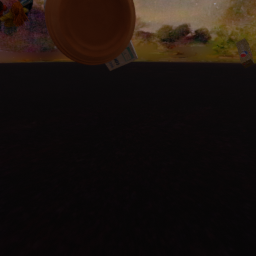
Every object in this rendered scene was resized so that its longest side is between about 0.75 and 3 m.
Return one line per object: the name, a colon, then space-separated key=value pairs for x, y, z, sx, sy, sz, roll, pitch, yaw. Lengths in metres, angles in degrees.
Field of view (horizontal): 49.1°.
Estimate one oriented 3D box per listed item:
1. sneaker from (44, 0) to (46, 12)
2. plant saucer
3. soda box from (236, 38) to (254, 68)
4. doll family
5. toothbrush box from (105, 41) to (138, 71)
sneaker: x=-2.522 y=-4.245 z=9.854 sx=0.852 sy=0.985 sz=2.272 roll=31 pitch=29 yaw=-39
plant saucer: x=-0.698 y=-2.280 z=5.831 sx=1.966 sy=1.966 sz=0.368 roll=-7 pitch=24 yaw=-22
soda box: x=3.032 y=-1.942 z=7.256 sx=0.259 sy=0.764 sz=0.245 roll=-25 pitch=-39 yaw=37
doll family: x=-2.855 y=-3.226 z=7.485 sx=1.237 sy=0.898 sz=1.993 roll=-29 pitch=29 yaw=54
toothbrush box: x=-0.717 y=-3.320 z=8.578 sx=1.054 sy=2.471 sz=1.809 roll=-21 pitch=-27 yaw=10
